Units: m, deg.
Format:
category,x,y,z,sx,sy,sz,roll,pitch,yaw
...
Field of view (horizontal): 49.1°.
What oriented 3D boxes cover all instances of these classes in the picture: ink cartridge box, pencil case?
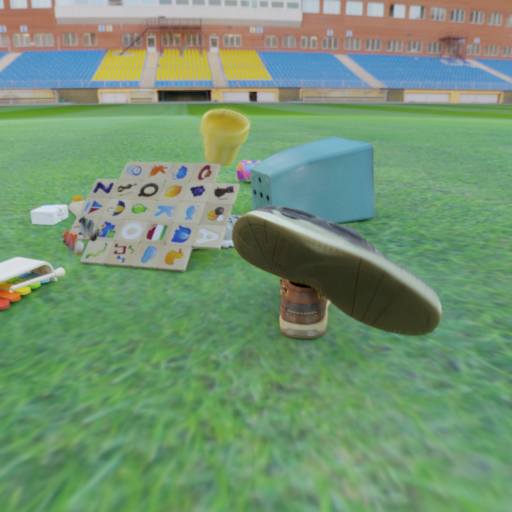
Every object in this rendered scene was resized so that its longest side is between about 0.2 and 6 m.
category,x,y,z,sx,sy,sz,roll,pitch,yaw
ink cartridge box,-4.926,-0.985,13.368,0.565,0.326,0.774,3,18,8
pencil case,0.244,-2.599,17.710,1.771,0.783,0.783,12,21,33

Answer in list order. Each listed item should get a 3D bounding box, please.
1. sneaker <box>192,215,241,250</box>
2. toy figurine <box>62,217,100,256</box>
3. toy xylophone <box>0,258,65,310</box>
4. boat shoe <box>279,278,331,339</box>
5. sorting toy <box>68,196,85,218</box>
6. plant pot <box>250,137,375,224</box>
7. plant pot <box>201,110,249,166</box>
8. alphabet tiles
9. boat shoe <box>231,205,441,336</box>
category,x,y,z,sx,sy,sz,roll,pitch,yaw
sneaker,-0.937,-0.665,11.380,2.277,0.933,0.851,-10,20,-28
toy figurine,-2.940,-0.312,9.438,0.575,0.400,0.566,-49,4,-24
toy xylophone,-3.825,0.442,8.769,1.259,0.432,1.719,11,21,30
boat shoe,0.743,0.407,8.276,0.809,0.759,2.248,1,19,5
sorting toy,-4.075,-1.312,14.581,1.488,0.267,1.997,-14,22,-25
plant pot,1.246,-1.666,13.392,2.540,1.795,1.794,-15,22,-21
plant pot,-0.696,-2.427,11.750,0.971,0.914,0.971,8,39,-7
alphabet tiles,-1.979,-0.850,10.809,3.113,0.099,2.591,4,55,15
boat shoe,1.067,0.035,7.111,2.774,0.991,0.912,25,42,13
